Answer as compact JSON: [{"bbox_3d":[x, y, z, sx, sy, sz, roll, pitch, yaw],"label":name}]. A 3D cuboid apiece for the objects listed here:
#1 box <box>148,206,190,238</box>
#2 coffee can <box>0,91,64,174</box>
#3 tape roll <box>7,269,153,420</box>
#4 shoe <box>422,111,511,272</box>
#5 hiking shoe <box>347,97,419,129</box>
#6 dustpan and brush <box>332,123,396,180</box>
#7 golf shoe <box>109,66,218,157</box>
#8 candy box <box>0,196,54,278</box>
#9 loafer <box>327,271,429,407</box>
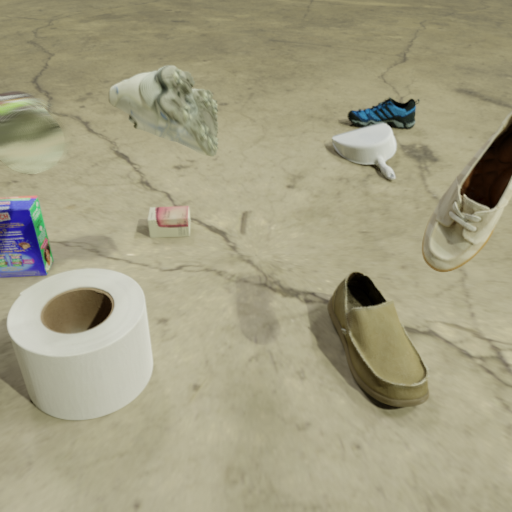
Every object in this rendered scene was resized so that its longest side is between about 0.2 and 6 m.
[{"bbox_3d":[-1.731,-0.683,11.204,0.802,0.437,0.513,-2,35,-3],"label":"box"},{"bbox_3d":[-3.001,-1.607,7.225,0.812,0.812,1.109,-18,33,-23],"label":"coffee can"},{"bbox_3d":[-2.399,1.193,7.852,1.818,1.248,1.818,0,35,0],"label":"tape roll"},{"bbox_3d":[2.385,-0.716,5.996,0.681,0.520,1.949,34,91,31],"label":"shoe"},{"bbox_3d":[3.515,-4.056,15.632,1.902,0.824,0.707,2,35,3],"label":"hiking shoe"},{"bbox_3d":[2.917,-2.517,13.788,1.548,0.635,2.218,-16,31,-3],"label":"dustpan and brush"},{"bbox_3d":[-1.090,-1.811,7.125,0.971,0.782,1.998,1,-9,16],"label":"golf shoe"},{"bbox_3d":[-4.348,-0.322,9.863,1.180,1.395,0.537,-2,35,-3],"label":"candy box"},{"bbox_3d":[1.723,1.140,8.274,0.951,0.844,2.502,-11,37,-15],"label":"loafer"}]
